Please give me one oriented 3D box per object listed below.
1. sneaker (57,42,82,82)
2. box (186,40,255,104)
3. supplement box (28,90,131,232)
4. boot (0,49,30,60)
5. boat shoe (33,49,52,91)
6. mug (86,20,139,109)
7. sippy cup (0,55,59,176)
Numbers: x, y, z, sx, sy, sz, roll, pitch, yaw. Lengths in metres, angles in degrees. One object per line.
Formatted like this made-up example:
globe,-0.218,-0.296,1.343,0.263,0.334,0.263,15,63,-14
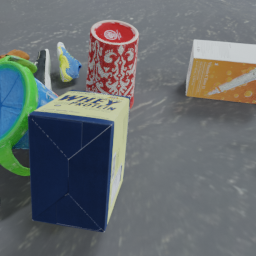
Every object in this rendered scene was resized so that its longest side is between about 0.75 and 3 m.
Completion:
sneaker,-1.964,-2.231,9.426,0.744,0.536,1.416,-8,79,-12
box,3.039,-1.716,8.580,2.297,1.429,1.120,7,46,7
supplement box,-0.828,0.482,5.548,1.378,2.053,2.051,8,19,6
boot,-3.864,-1.828,9.161,2.263,0.868,1.757,21,49,34
boat shoe,-2.815,-1.676,8.796,0.760,0.953,2.520,-4,43,-14
mug,-0.629,-1.794,7.926,1.519,2.277,2.021,-32,60,-31
sippy cup,-2.373,-0.300,6.611,1.997,1.864,2.543,18,85,30
